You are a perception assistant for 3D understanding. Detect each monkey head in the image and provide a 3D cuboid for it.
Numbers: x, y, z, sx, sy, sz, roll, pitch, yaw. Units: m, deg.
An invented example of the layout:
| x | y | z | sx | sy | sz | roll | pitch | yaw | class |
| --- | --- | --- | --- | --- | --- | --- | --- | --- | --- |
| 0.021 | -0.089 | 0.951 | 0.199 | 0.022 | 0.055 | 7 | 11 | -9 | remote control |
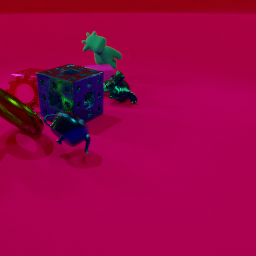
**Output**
| x | y | z | sx | sy | sz | roll | pitch | yaw | class |
| --- | --- | --- | --- | --- | --- | --- | --- | --- | --- |
| -0.266 | -1.466 | 9.678 | 0.909 | 1.085 | 1.509 | -13 | 52 | -49 | monkey head |

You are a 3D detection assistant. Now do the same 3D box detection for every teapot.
| x | y | z | sx | sy | sz | roll | pitch | yaw | class |
| --- | --- | --- | --- | --- | --- | --- | --- | --- | --- |
| -1.295 | 0.094 | 6.223 | 1.404 | 0.873 | 0.687 | 31 | 70 | 13 | teapot |

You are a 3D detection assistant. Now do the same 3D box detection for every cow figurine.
| x | y | z | sx | sy | sz | roll | pitch | yaw | class |
| --- | --- | --- | --- | --- | --- | --- | --- | --- | --- |
| -1.140 | -3.116 | 11.600 | 1.718 | 0.958 | 1.746 | 30 | -10 | -15 | cow figurine |

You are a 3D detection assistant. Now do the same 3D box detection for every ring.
| x | y | z | sx | sy | sz | roll | pitch | yaw | class |
| --- | --- | --- | --- | --- | --- | --- | --- | --- | --- |
| -2.920 | -0.444 | 6.970 | 1.859 | 1.859 | 0.372 | 18 | 67 | 34 | ring |

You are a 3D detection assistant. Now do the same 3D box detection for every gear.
| x | y | z | sx | sy | sz | roll | pitch | yaw | class |
| --- | --- | --- | --- | --- | --- | --- | --- | --- | --- |
| -3.244 | -1.092 | 8.857 | 1.160 | 1.160 | 0.215 | -1 | 9 | -2 | gear |

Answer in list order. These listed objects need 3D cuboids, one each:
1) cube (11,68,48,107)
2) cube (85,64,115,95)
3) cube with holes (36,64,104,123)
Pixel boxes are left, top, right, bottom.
| x | y | z | sx | sy | sz | roll | pitch | yaw | class |
| --- | --- | --- | --- | --- | --- | --- | --- | --- | --- |
| -3.243 | -1.440 | 9.785 | 1.051 | 1.051 | 1.051 | 8 | 26 | 17 | cube |
| -1.082 | -1.847 | 10.776 | 0.969 | 0.969 | 0.969 | -7 | 25 | -14 | cube |
| -1.665 | -1.003 | 8.320 | 1.352 | 1.352 | 1.352 | 18 | 31 | 27 | cube with holes |
